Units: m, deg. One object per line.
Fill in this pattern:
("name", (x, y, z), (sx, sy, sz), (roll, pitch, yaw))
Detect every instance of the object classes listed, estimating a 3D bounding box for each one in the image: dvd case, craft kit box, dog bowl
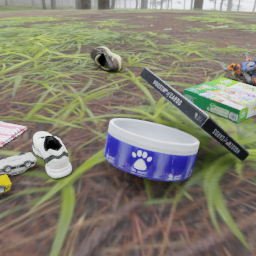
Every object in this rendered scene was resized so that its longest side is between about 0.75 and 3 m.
("dvd case", (1.434, -0.364, 6.317), (1.845, 0.304, 2.455), (31, 13, -39))
("craft kit box", (3.243, -0.970, 8.923), (2.086, 0.512, 2.112), (-17, 32, -34))
("dog bowl", (0.443, 0.365, 5.466), (1.762, 0.694, 1.762), (12, 11, -2))

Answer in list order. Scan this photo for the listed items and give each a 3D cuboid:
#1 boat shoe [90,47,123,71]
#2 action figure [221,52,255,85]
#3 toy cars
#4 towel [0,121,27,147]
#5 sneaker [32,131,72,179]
("boat shoe", (-1.147, -3.157, 12.692), (0.782, 0.883, 2.413), (-13, 30, -34))
("action figure", (4.964, -2.254, 10.900), (2.101, 1.099, 2.032), (-11, 35, -11))
("toy cars", (-2.388, 0.954, 5.314), (0.736, 0.363, 1.641), (11, 26, 9))
("towel", (-3.332, 0.167, 6.980), (0.986, 0.202, 1.348), (11, 29, 18))
("sneaker", (-1.667, 0.377, 6.071), (0.628, 0.681, 1.703), (-18, 31, -28))
